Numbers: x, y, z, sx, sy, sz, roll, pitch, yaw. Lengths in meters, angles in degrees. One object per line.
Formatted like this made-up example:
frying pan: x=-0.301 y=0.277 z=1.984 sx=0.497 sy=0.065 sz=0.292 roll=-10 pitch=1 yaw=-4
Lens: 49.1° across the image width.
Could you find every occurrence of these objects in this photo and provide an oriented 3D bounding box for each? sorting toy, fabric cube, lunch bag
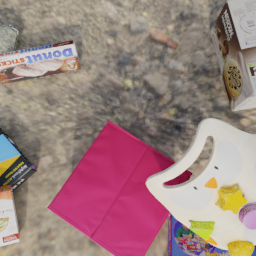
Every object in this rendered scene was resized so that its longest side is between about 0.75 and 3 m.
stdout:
sorting toy: x=1.628 y=1.018 z=5.095 sx=2.329 sy=1.382 sz=2.587 roll=36 pitch=104 yaw=-21
fabric cube: x=-0.139 y=1.567 z=6.807 sx=2.277 sy=2.234 sz=2.270 roll=32 pitch=76 yaw=8
lunch bag: x=-3.952 y=-2.568 z=8.589 sx=1.029 sy=0.855 sz=1.227 roll=7 pitch=75 yaw=-11

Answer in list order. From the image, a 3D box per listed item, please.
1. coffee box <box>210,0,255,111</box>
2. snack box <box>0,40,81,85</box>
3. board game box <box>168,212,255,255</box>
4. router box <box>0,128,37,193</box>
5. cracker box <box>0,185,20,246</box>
coffee box: x=3.417 y=-2.086 z=8.057 sx=1.109 sy=1.570 sz=2.778 roll=-9 pitch=77 yaw=-3
snack box: x=-2.719 y=-1.954 z=8.385 sx=2.453 sy=0.882 sz=0.298 roll=-12 pitch=43 yaw=-3
board game box: x=2.058 y=2.829 z=7.040 sx=2.048 sy=0.458 sz=1.377 roll=8 pitch=43 yaw=2
router box: x=-3.978 y=1.303 z=7.695 sx=2.331 sy=0.595 sz=1.738 roll=-44 pitch=80 yaw=-10
cracker box: x=-3.378 y=2.285 z=7.124 sx=0.980 sy=0.422 sz=1.463 roll=-9 pitch=103 yaw=-19
